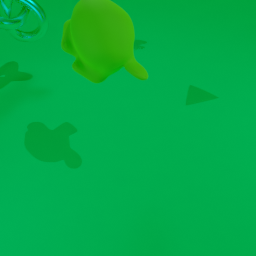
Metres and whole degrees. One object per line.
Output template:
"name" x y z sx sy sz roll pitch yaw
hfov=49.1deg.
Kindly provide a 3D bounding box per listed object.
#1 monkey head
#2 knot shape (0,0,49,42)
"monkey head" -0.331 -1.478 4.625 1.384 1.159 1.923 -25 86 -53
"knot shape" -2.754 -2.924 7.090 0.796 1.612 1.723 21 63 42
